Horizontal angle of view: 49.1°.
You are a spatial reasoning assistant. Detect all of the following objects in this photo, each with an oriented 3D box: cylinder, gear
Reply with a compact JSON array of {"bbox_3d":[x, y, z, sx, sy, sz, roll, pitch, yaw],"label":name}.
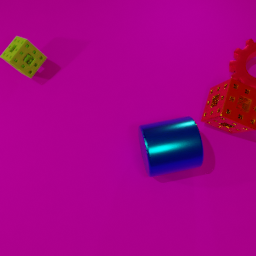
[{"bbox_3d":[1.006,0.448,6.859,1.295,1.295,1.295,-11,69,-4],"label":"cylinder"},{"bbox_3d":[3.838,-1.745,7.953,1.792,0.332,1.792,-6,71,18],"label":"gear"}]

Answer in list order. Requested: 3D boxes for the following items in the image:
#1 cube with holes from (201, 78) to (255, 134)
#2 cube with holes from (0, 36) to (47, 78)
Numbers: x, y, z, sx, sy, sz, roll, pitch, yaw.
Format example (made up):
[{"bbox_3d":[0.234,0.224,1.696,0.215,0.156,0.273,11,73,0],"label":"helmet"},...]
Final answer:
[{"bbox_3d":[2.664,-0.522,7.196,0.989,0.989,0.989,21,79,-11],"label":"cube with holes"},{"bbox_3d":[-2.942,-2.002,7.909,0.752,0.752,0.752,28,80,44],"label":"cube with holes"}]
